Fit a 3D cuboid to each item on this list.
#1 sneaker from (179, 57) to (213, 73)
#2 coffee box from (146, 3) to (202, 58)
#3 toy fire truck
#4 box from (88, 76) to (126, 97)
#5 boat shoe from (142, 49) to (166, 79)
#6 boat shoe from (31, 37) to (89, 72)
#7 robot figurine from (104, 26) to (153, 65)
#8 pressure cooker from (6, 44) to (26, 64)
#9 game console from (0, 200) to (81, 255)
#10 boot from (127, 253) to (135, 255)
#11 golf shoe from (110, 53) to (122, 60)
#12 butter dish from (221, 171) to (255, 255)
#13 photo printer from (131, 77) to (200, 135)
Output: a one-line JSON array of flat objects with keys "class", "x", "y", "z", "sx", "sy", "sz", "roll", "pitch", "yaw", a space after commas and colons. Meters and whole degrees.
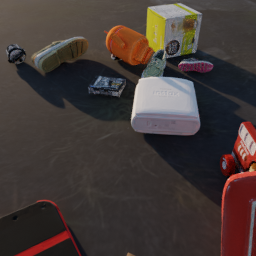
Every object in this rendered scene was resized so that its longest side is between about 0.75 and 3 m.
[{"class": "sneaker", "x": 3.032, "y": -2.875, "z": 12.513, "sx": 1.485, "sy": 0.548, "sz": 0.649, "roll": 3, "pitch": 45, "yaw": 11}, {"class": "coffee box", "x": 2.159, "y": -4.807, "z": 13.785, "sx": 1.925, "sy": 1.944, "sz": 1.947, "roll": -15, "pitch": 41, "yaw": -17}, {"class": "toy fire truck", "x": 3.125, "y": 0.894, "z": 7.102, "sx": 0.991, "sy": 1.484, "sz": 1.767, "roll": -2, "pitch": 39, "yaw": -3}, {"class": "box", "x": -0.817, "y": -1.677, "z": 11.213, "sx": 1.269, "sy": 0.316, "sz": 1.000, "roll": 9, "pitch": 39, "yaw": 12}, {"class": "boat shoe", "x": 1.139, "y": -2.644, "z": 12.062, "sx": 0.876, "sy": 0.754, "sz": 2.432, "roll": 9, "pitch": 40, "yaw": 11}, {"class": "boat shoe", "x": -3.128, "y": -3.603, "z": 12.996, "sx": 0.989, "sy": 1.081, "sz": 2.891, "roll": 33, "pitch": 50, "yaw": 26}, {"class": "robot figurine", "x": -0.026, "y": -3.676, "z": 12.377, "sx": 2.341, "sy": 1.365, "sz": 1.684, "roll": 35, "pitch": 52, "yaw": 27}, {"class": "pressure cooker", "x": -5.182, "y": -3.406, "z": 12.995, "sx": 0.799, "sy": 0.787, "sz": 0.895, "roll": -3, "pitch": 36, "yaw": -36}, {"class": "game console", "x": -2.367, "y": 2.767, "z": 5.743, "sx": 2.555, "sy": 0.397, "sz": 2.260, "roll": -21, "pitch": 47, "yaw": -23}, {"class": "boot", "x": 0.648, "y": 3.055, "z": 5.289, "sx": 1.724, "sy": 0.635, "sz": 0.651, "roll": 16, "pitch": 63, "yaw": 23}, {"class": "golf shoe", "x": -0.241, "y": -3.453, "z": 13.399, "sx": 1.167, "sy": 0.454, "sz": 0.551, "roll": -14, "pitch": 54, "yaw": -9}, {"class": "butter dish", "x": 2.859, "y": 1.735, "z": 5.962, "sx": 2.253, "sy": 2.246, "sz": 1.665, "roll": -4, "pitch": 16, "yaw": -4}, {"class": "photo printer", "x": 1.299, "y": -0.908, "z": 9.782, "sx": 2.184, "sy": 0.912, "sz": 2.626, "roll": 4, "pitch": 40, "yaw": 5}]
